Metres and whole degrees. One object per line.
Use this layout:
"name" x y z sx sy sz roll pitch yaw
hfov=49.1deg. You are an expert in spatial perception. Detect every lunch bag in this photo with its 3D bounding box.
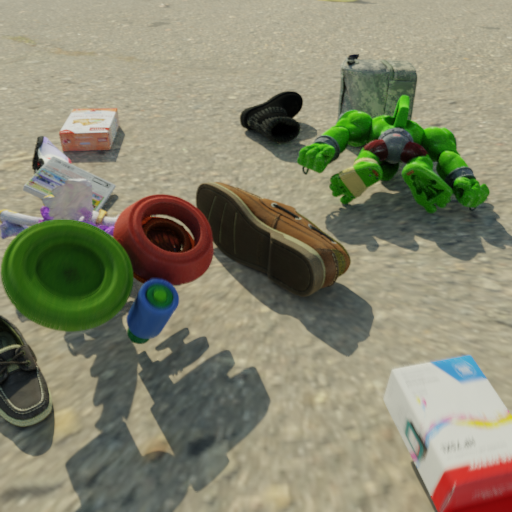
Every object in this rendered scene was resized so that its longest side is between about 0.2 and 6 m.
"lunch bag" 2.693 -3.568 12.939 1.628 1.941 1.353 0 34 -2

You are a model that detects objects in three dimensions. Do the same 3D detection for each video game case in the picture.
"video game case" -3.495 -1.286 10.605 1.341 0.148 1.221 25 36 -9

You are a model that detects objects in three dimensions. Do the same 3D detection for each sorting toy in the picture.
"sorting toy" -1.747 0.319 7.181 2.869 1.178 1.724 -25 71 -39

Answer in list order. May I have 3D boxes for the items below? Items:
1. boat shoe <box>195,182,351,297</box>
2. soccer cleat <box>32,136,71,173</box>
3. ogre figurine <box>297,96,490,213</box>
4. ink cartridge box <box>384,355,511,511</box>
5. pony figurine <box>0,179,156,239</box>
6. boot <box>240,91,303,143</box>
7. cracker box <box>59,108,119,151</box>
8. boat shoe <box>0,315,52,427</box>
"boat shoe" 0.201 -0.361 9.097 1.005 1.064 2.956 -22 48 -38
"soccer cleat" -4.264 -1.952 11.798 0.741 0.690 2.024 6 26 -30
"ogre figurine" 2.702 -1.974 10.872 3.377 1.657 2.025 0 44 21
"ink cartridge box" 2.087 1.875 5.597 0.977 0.565 1.681 -8 42 -13
"pony figurine" -2.820 -0.430 8.702 2.158 1.797 2.083 5 19 18
"boot" 0.698 -3.395 13.721 1.910 0.719 1.428 -30 36 -22
"cracker box" -3.977 -3.062 13.479 1.112 0.479 1.661 -2 35 -4
"boat shoe" -3.008 1.340 6.825 0.626 0.576 1.752 -21 39 -28
